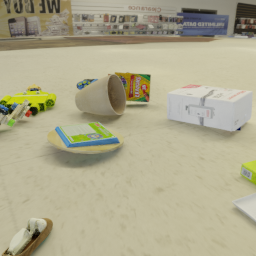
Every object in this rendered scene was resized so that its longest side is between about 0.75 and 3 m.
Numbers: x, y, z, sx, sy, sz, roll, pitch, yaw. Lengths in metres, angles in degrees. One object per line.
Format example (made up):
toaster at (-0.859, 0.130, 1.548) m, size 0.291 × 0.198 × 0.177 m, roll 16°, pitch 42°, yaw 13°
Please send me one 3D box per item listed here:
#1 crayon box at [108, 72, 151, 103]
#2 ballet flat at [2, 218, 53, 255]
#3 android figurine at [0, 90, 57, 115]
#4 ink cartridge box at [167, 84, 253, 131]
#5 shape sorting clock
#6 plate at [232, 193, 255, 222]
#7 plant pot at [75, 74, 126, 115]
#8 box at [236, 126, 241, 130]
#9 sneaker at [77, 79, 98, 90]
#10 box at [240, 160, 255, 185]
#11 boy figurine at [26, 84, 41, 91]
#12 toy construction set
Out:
crayon box at (0.021, -1.887, 13.025) m, size 2.012 × 1.277 × 0.511 m, roll 3°, pitch -1°, yaw -1°
ballet flat at (-1.856, 2.022, 5.222) m, size 0.476 × 0.508 × 1.405 m, roll 8°, pitch 24°, yaw 18°
android figurine at (-4.511, -1.236, 12.842) m, size 2.417 × 0.545 × 2.655 m, roll -2°, pitch 25°, yaw -5°
ink cartridge box at (3.209, -0.897, 11.061) m, size 2.746 × 1.137 × 2.012 m, roll 14°, pitch 26°, yaw 39°
shape sorting clock at (-1.362, 0.340, 9.165) m, size 2.475 × 0.486 × 2.475 m, roll 1°, pitch 19°, yaw 0°
plate at (3.004, 1.817, 6.141) m, size 1.017 × 0.164 × 1.015 m, roll -11°, pitch 24°, yaw -23°
plant pot at (-1.245, -1.245, 11.791) m, size 1.816 × 1.700 × 1.700 m, roll -8°, pitch 18°, yaw 25°
box at (4.022, -0.110, 10.712) m, size 0.456 × 0.122 × 0.752 m, roll 3°, pitch 24°, yaw 7°
sneaker at (-2.275, -2.371, 15.502) m, size 0.734 × 0.628 × 1.771 m, roll 1°, pitch 17°, yaw 27°
box at (3.932, 1.142, 7.441) m, size 1.580 × 0.376 × 0.963 m, roll -10°, pitch 25°, yaw -22°
boy figurine at (-5.019, -2.042, 14.867) m, size 0.794 × 0.412 × 1.278 m, roll -8°, pitch 24°, yaw -19°
toy construction set at (-5.181, -0.802, 10.464) m, size 2.965 × 1.366 × 1.944 m, roll 17°, pitch -2°, yaw -17°
